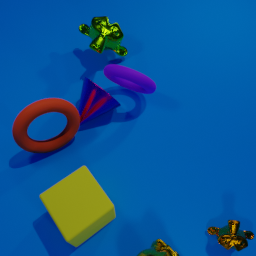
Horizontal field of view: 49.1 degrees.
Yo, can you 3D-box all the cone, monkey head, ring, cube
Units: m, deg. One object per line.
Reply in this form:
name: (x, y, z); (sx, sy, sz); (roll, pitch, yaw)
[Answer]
cone: (-1.115, -0.528, 8.004); (1.315, 1.315, 1.320); (37, 89, 17)
monkey head: (2.402, 2.416, 6.477); (1.073, 0.647, 0.772); (3, 95, 13)
monkey head: (-0.792, -2.747, 8.724); (1.776, 1.070, 1.277); (29, 74, -8)
ring: (0.052, -1.370, 7.965); (1.584, 1.584, 0.317); (21, 88, 10)
monkey head: (0.727, 3.058, 5.942); (1.195, 1.661, 1.001); (48, 72, -19)
cube: (-1.119, 1.846, 6.543); (1.201, 1.201, 1.201); (-33, 67, -17)
ring: (-2.070, -0.025, 7.241); (1.747, 1.747, 0.349); (-27, 52, -13)
